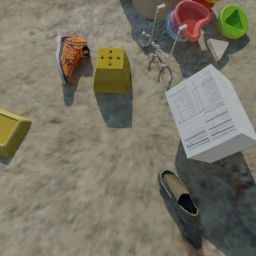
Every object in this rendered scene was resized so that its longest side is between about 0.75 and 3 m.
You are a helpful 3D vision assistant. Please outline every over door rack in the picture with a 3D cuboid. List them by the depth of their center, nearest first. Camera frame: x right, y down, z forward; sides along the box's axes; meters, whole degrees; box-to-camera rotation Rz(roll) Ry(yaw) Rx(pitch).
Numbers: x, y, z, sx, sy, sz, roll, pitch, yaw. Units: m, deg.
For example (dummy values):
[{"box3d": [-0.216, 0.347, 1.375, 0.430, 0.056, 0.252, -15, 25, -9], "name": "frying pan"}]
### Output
[{"box3d": [0.929, -2.584, 7.962, 0.474, 1.424, 1.052, -24, 66, -31], "name": "over door rack"}]

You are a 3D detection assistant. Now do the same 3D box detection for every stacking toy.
[{"box3d": [2.438, -3.322, 8.863, 2.186, 1.020, 2.415, 45, 74, -9], "name": "stacking toy"}]

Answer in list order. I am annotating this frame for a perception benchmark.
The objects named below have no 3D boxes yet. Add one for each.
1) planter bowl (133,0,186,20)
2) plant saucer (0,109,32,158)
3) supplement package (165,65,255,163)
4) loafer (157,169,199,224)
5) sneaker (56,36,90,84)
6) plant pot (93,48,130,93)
[{"box3d": [1.085, -4.626, 9.032, 1.845, 1.242, 1.845, 0, 64, 0], "name": "planter bowl"}, {"box3d": [-3.342, 0.054, 7.346, 1.179, 0.286, 1.179, 19, 66, 8], "name": "plant saucer"}, {"box3d": [1.961, -0.258, 6.642, 1.312, 1.322, 1.742, -30, 62, 31], "name": "supplement package"}, {"box3d": [1.209, 1.510, 6.509, 0.529, 0.490, 1.406, -28, 70, -22], "name": "loafer"}, {"box3d": [-1.563, -2.085, 8.151, 0.950, 0.658, 1.696, -8, 65, -2], "name": "sneaker"}, {"box3d": [-0.459, -1.667, 7.818, 1.021, 0.901, 1.021, 2, 65, 0], "name": "plant pot"}]
